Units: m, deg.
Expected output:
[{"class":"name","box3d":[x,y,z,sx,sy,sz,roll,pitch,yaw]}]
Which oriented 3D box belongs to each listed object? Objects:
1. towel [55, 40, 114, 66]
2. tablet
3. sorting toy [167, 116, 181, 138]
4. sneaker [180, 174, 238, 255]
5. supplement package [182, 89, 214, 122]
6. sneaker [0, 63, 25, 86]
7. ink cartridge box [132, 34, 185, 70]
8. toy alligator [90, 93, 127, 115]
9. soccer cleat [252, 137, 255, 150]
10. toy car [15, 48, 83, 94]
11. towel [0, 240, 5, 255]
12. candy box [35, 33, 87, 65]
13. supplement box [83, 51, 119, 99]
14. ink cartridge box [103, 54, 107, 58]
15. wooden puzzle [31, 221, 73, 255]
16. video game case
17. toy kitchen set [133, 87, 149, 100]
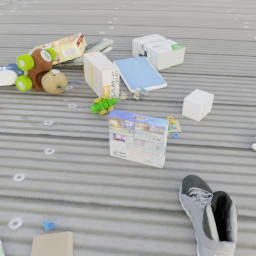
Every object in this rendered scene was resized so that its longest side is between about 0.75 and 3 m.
[{"class":"towel","box3d":[-2.351,-4.041,15.329,2.568,0.461,2.668,6,40,39]},{"class":"tablet","box3d":[0.535,-2.748,14.090,1.891,0.198,2.907,-12,44,-15]},{"class":"sorting toy","box3d":[1.620,-0.105,10.759,0.769,0.186,1.366,-1,36,-1]},{"class":"sneaker","box3d":[2.051,1.852,6.876,1.069,1.645,2.848,-3,37,-5]},{"class":"supplement package","box3d":[2.832,-0.937,11.375,0.793,0.787,1.045,26,44,31]},{"class":"sneaker","box3d":[-6.003,-2.646,13.725,2.371,0.955,1.736,3,25,15]},{"class":"ink cartridge box","box3d":[1.650,-4.309,15.722,1.837,1.041,2.506,-21,41,-26]},{"class":"toy alligator","box3d":[-0.903,-0.995,11.691,0.607,0.663,2.237,-23,4,41]},{"class":"soccer cleat","box3d":[4.836,0.389,9.848,0.629,0.507,1.476,27,49,26]},{"class":"toy car","box3d":[-3.364,-2.327,12.577,2.453,1.936,2.015,24,31,12]},{"class":"towel","box3d":[-3.246,3.196,6.339,0.962,0.198,1.289,-23,44,-25]},{"class":"candy box","box3d":[-3.783,-4.075,14.947,2.904,0.803,1.676,-13,33,11]},{"class":"supplement box","box3d":[-1.244,-2.415,12.827,0.846,1.451,2.302,-16,40,-22]},{"class":"ink cartridge box","box3d":[-1.555,-3.575,15.126,0.807,0.583,0.586,-10,38,-13]},{"class":"wooden puzzle","box3d":[-1.798,2.941,6.671,1.032,0.179,1.530,3,37,-3]},{"class":"video game case","box3d":[0.307,0.347,8.896,1.832,1.660,0.416,12,39,16]},{"class":"toy kitchen set","box3d":[0.626,-1.631,12.421,0.457,0.622,0.776,25,49,8]}]
